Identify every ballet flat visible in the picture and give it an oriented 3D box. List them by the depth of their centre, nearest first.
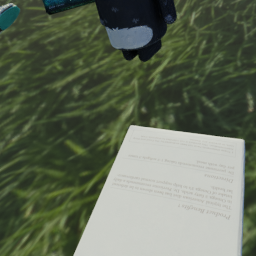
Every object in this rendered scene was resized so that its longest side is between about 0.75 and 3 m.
[{"bbox_3d":[-2.701,-2.041,5.530,0.465,0.465,1.297,28,73,14],"label":"ballet flat"}]

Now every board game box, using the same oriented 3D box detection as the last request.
[{"bbox_3d":[-1.116,-4.214,7.306,2.626,0.370,1.776,-14,101,3],"label":"board game box"}]

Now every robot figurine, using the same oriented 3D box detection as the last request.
[{"bbox_3d":[0.083,-2.059,4.827,1.318,1.755,1.095,-14,37,7],"label":"robot figurine"}]

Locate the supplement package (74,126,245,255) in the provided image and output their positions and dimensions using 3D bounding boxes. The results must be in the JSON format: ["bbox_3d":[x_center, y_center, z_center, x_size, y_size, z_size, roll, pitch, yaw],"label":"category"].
[{"bbox_3d":[0.356,1.221,2.707,1.275,1.279,2.180,8,47,18],"label":"supplement package"}]
